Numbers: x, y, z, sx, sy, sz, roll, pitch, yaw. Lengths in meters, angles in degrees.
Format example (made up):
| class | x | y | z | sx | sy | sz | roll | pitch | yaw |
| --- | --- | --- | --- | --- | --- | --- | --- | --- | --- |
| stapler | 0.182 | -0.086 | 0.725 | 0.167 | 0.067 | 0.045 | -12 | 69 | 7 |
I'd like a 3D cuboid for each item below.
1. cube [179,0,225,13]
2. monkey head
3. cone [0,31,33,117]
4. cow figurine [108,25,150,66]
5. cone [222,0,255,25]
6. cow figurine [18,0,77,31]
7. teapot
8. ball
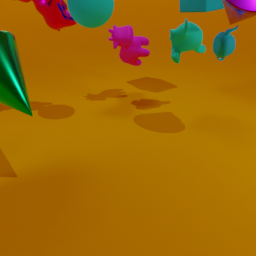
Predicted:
| class | x | y | z | sx | sy | sz | roll | pitch | yaw |
| --- | --- | --- | --- | --- | --- | --- | --- | --- | --- |
| cube | 2.676 | -4.784 | 9.705 | 1.298 | 1.298 | 1.298 | -21 | 29 | -26 |
| monkey head | 1.801 | -2.621 | 8.654 | 0.975 | 1.164 | 1.618 | -2 | -19 | 35 |
| cone | -2.254 | -0.766 | 5.247 | 1.425 | 1.420 | 1.420 | 50 | 38 | -2 |
| cow figurine | -0.048 | -2.870 | 9.849 | 1.613 | 0.900 | 1.639 | 5 | -18 | -20 |
| cone | 2.783 | -3.036 | 6.917 | 1.580 | 1.580 | 1.586 | 1 | -14 | 2 |
| cow figurine | -2.360 | -3.433 | 7.725 | 1.638 | 1.665 | 0.914 | -14 | 38 | 2 |
| teapot | 2.595 | -2.236 | 7.425 | 0.524 | 1.070 | 0.665 | -4 | 49 | -8 |
| ball | -0.970 | -3.249 | 7.302 | 1.214 | 1.214 | 1.214 | 0 | 28 | 0 |
